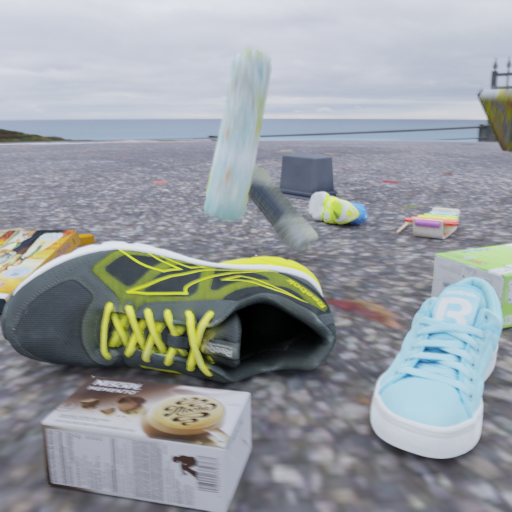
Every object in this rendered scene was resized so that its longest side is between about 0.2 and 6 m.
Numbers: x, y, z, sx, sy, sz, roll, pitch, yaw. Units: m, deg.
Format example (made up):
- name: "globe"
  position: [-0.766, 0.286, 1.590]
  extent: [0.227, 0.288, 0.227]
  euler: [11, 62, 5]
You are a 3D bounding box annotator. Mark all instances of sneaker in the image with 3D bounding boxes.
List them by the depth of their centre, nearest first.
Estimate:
- name: "sneaker"
  position: [1.689, 0.813, 5.121]
  extent: [0.950, 1.053, 2.569]
  euler: [6, 16, 26]
- name: "sneaker"
  position: [-0.767, 0.579, 5.596]
  extent: [3.396, 1.265, 1.437]
  euler: [-4, 15, -14]
- name: "sneaker"
  position: [1.961, -1.030, 13.182]
  extent: [0.957, 0.690, 1.823]
  euler: [11, 12, -24]

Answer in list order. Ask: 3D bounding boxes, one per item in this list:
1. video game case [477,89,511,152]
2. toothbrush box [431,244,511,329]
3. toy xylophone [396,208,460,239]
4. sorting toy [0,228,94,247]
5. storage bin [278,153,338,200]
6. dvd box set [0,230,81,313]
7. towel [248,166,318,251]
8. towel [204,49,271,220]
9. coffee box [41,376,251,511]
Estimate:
- name: "video game case"
  position: [4.494, -2.224, 9.414]
  extent: [0.174, 1.365, 1.234]
  euler: [-49, 34, -9]
- name: "toothbrush box"
  position: [3.421, 0.344, 7.520]
  extent: [1.683, 0.724, 1.225]
  euler: [-8, 16, -25]
- name: "toy xylophone"
  position: [3.734, -0.710, 12.090]
  extent: [1.248, 0.428, 1.705]
  euler: [6, 16, 23]
- name: "sorting toy"
  position: [-4.682, -0.308, 10.671]
  extent: [2.768, 0.371, 2.062]
  euler: [-13, 20, -41]
- name: "storage bin"
  position: [1.603, -2.447, 17.058]
  extent: [1.364, 1.259, 1.875]
  euler: [-12, 20, -38]
- name: "dvd box set"
  position: [-3.526, 0.163, 7.993]
  extent: [1.299, 0.261, 1.776]
  euler: [1, 32, 18]
- name: "towel"
  position: [0.308, -0.806, 9.342]
  extent: [0.314, 1.751, 1.818]
  euler: [-41, -7, 15]
- name: "towel"
  position: [-0.244, -1.546, 7.186]
  extent: [0.532, 1.891, 2.209]
  euler: [9, 13, -4]
- name: "coffee box"
  position: [-0.770, 1.341, 4.127]
  extent: [1.341, 0.535, 0.758]
  euler: [3, 15, 13]
